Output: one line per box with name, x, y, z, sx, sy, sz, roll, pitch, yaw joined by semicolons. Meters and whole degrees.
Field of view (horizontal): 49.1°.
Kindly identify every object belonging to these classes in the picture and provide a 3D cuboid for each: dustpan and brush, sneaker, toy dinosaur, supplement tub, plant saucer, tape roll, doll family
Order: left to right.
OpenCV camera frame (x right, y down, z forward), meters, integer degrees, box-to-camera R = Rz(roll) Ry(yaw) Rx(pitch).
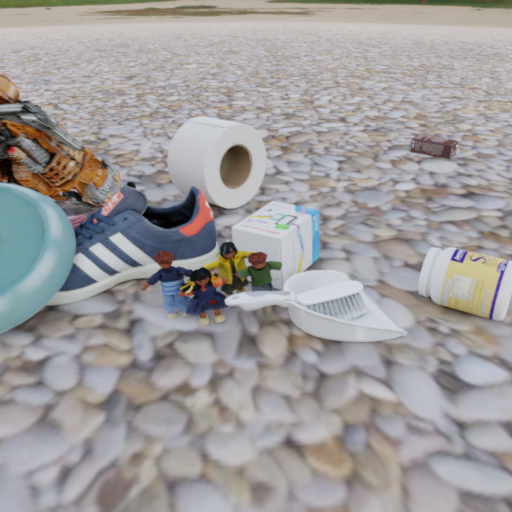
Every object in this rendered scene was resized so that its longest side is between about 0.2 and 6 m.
plant saucer;-3.784;-0.076;7.428;2.638;0.361;2.638;1;53;-2
toy dinosaur;-4.490;-2.230;9.289;3.181;4.687;2.394;-7;37;48
sneaker;-2.242;-0.314;8.300;3.408;1.440;1.278;-13;31;-23
doll family;-0.582;0.294;7.360;1.807;1.044;0.709;-21;44;-13
tape roll;-0.745;-1.812;10.829;1.116;1.625;1.625;21;34;40
dustpan and brush;0.680;0.616;7.373;2.267;0.649;1.582;-10;30;-18
supplement tub;2.895;0.352;7.685;1.138;0.827;0.827;16;32;27

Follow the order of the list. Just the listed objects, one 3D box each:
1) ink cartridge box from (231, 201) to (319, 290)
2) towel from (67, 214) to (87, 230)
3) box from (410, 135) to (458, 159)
ink cartridge box;0.319;-0.188;8.631;0.878;0.874;1.196;14;31;30
towel;-3.718;-0.307;9.037;1.887;0.215;1.359;-1;20;46
box;4.460;-2.746;14.052;1.039;0.389;0.520;17;32;32
